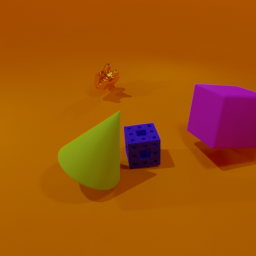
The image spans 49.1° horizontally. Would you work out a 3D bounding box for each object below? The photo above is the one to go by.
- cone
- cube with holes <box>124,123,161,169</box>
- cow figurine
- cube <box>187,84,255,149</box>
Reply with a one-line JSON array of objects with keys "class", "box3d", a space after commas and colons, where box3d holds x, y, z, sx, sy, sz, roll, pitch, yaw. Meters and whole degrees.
[{"class": "cone", "box3d": [-0.525, 0.259, 6.155, 1.532, 1.538, 1.532, 26, 22, -11]}, {"class": "cube with holes", "box3d": [0.351, 0.439, 7.059, 0.776, 0.776, 0.776, -8, 33, -5]}, {"class": "cow figurine", "box3d": [-0.815, -1.767, 10.493, 0.741, 1.328, 1.350, 38, 56, 4]}, {"class": "cube", "box3d": [2.468, -0.322, 7.100, 1.315, 1.315, 1.315, 0, 19, -17]}]
